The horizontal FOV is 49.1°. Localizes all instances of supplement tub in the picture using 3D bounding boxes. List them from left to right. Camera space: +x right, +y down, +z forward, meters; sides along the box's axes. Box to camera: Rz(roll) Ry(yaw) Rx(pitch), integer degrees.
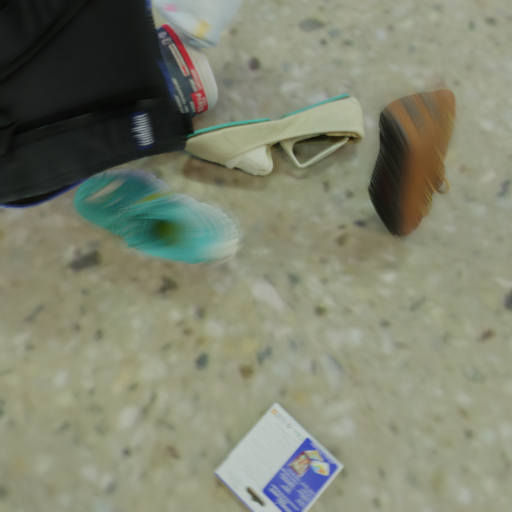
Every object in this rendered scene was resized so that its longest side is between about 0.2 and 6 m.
[{"bbox_3d":[-1.694,-2.455,8.307,1.962,1.377,1.377,-29,74,-7],"label":"supplement tub"}]

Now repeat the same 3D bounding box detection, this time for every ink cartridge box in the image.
[{"bbox_3d":[0.282,2.727,7.171,1.172,0.279,1.186,42,78,11],"label":"ink cartridge box"}]

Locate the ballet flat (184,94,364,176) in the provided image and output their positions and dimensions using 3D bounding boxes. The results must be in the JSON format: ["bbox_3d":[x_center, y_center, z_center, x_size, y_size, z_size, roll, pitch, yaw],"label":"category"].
[{"bbox_3d":[0.326,-1.690,8.390,2.785,0.967,0.967,-16,72,-6],"label":"ballet flat"}]

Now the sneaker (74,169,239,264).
[{"bbox_3d":[-1.487,-0.534,7.539,2.591,1.032,1.004,18,109,24],"label":"sneaker"}]

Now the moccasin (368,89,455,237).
[{"bbox_3d":[2.014,-1.101,7.167,0.996,2.580,0.944,-25,56,-6],"label":"moccasin"}]

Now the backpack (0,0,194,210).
[{"bbox_3d":[-2.488,-2.014,5.923,2.314,3.004,2.861,12,46,32],"label":"backpack"}]

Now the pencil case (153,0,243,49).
[{"bbox_3d":[-0.316,-3.935,7.199,1.104,1.012,2.434,44,114,7],"label":"pencil case"}]
